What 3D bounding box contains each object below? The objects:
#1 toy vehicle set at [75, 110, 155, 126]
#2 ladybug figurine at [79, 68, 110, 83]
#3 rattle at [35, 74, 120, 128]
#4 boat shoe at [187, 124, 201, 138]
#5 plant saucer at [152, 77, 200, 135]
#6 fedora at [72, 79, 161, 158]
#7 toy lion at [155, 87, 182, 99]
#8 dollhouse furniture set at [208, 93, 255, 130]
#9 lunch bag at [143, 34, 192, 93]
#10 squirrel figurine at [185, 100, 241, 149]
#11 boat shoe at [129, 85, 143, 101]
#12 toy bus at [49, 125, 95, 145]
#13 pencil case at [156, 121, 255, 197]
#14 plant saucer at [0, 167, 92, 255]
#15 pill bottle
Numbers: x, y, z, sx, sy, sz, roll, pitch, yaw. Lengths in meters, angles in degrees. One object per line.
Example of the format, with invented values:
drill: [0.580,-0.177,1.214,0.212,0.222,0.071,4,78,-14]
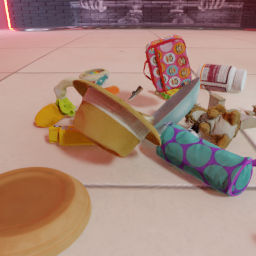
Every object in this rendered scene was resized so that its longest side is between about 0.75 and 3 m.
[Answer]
toy vehicle set: [-0.499,-0.357,9.860,2.447,0.324,1.520,-1,13,-22]
ladybug figurine: [-1.788,-2.671,15.001,1.400,0.742,2.062,16,29,30]
rattle: [-1.849,-0.973,10.016,2.633,1.714,1.881,1,13,31]
boat shoe: [1.971,0.268,9.047,0.560,0.497,1.522,12,28,24]
plant saucer: [1.467,-0.536,9.286,0.538,2.792,2.792,45,30,-5]
fedora: [-0.526,-0.066,7.299,2.866,2.866,1.169,28,78,45]
toy lion: [2.210,-1.747,13.417,1.672,0.574,1.603,-22,40,-39]
dollhouse furniture set: [4.337,-0.703,10.488,2.348,1.040,1.217,-7,26,-15]
lunch bag: [1.390,-2.359,10.470,1.713,1.944,0.797,-15,31,7]
squirrel figurine: [2.754,-0.227,9.275,1.683,1.276,1.803,25,17,30]
boat shoe: [0.292,-1.477,11.777,0.780,0.253,0.280,-41,10,17]
toy bus: [-1.678,0.236,8.918,1.647,0.536,0.645,-1,15,-11]
pencil case: [1.934,0.743,7.321,1.182,1.088,2.557,-36,41,-23]
plant saucer: [-2.266,1.669,6.040,2.922,0.547,2.922,1,25,0]
pill bottle: [4.696,-2.527,14.098,2.202,1.257,1.257,14,29,28]
